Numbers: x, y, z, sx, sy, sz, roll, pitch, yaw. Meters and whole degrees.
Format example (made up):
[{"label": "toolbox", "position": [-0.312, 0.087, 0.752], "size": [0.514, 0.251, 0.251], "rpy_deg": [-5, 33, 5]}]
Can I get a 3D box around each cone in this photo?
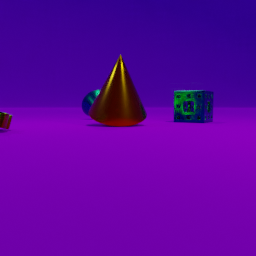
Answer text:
[{"label": "cone", "position": [-0.243, -1.162, 7.665], "size": [1.676, 1.683, 1.676], "rpy_deg": [3, 27, -2]}, {"label": "cone", "position": [-1.064, -0.665, 11.265], "size": [1.309, 1.309, 1.314], "rpy_deg": [-2, 33, -25]}]

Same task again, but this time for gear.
[{"label": "gear", "position": [-3.381, -0.322, 5.841], "size": [1.751, 0.324, 1.751], "rpy_deg": [12, -5, 1]}]

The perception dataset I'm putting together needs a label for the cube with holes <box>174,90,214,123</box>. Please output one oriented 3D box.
[{"label": "cube with holes", "position": [2.252, -0.726, 9.573], "size": [1.041, 1.041, 1.041], "rpy_deg": [3, 5, 32]}]
